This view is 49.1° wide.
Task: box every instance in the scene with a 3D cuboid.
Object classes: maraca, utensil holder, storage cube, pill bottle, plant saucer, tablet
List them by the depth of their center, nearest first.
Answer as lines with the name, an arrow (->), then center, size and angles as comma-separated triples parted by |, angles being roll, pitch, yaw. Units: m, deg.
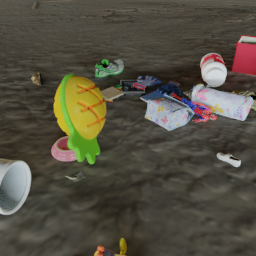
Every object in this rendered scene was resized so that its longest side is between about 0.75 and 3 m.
utensil holder -> -3.496, 1.376, 7.052 | 1.554, 1.321, 1.321 | 6, 34, 14
maraca -> -1.412, -0.313, 8.526 | 1.500, 1.922, 2.803 | -16, 72, 24
plant saucer -> -1.904, 0.606, 9.064 | 1.147, 0.291, 1.147 | 1, 34, 0
tablet -> 1.310, -1.350, 12.140 | 1.377, 0.094, 0.896 | -27, 42, -34
pill bottle -> 4.056, -2.738, 13.291 | 1.108, 1.108, 1.973 | 5, 34, 7
storage cube -> 6.334, -3.725, 14.374 | 1.726, 1.551, 1.475 | 15, 37, 23

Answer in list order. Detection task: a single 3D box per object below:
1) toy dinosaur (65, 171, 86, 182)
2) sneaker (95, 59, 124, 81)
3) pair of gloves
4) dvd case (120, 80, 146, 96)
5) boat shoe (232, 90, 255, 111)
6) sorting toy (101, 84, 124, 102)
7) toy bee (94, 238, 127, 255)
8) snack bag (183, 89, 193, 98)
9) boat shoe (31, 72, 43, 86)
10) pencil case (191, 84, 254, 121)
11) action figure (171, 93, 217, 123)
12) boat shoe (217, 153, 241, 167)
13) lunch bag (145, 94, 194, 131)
toy dinosaur -> -1.332, 1.279, 7.303 | 0.386, 0.876, 0.208 | -20, 73, 0
sneaker -> -0.875, -3.063, 14.011 | 0.783, 0.855, 2.007 | 20, 38, 27
pair of gloves -> 1.395, -1.913, 12.703 | 2.256, 0.257, 1.814 | 20, 31, 18
dvd case -> 0.194, -1.842, 12.802 | 1.085, 0.179, 1.444 | -2, 35, -3
boat shoe -> 5.119, -1.149, 11.317 | 0.783, 0.675, 2.147 | -16, 37, -22
sorting toy -> -0.772, -1.380, 11.999 | 1.663, 0.281, 0.802 | -27, 42, -30
toy bee -> -0.318, 2.704, 5.380 | 1.728, 0.939, 1.131 | -9, 37, -14
snack bag -> 3.025, -1.507, 12.370 | 0.956, 0.102, 0.901 | -14, 37, -20
boat shoe -> -4.311, -2.276, 13.254 | 0.459, 0.471, 1.244 | -15, 28, -11
pencil case -> 3.594, -1.025, 10.890 | 2.255, 0.937, 1.023 | 21, 54, 27
action figure -> 2.318, -0.749, 10.593 | 2.074, 0.677, 1.027 | 28, 17, 34
boat shoe -> 3.109, 0.909, 8.629 | 0.269, 0.265, 0.759 | -27, 42, -34
lunch bag -> 1.570, -0.644, 10.379 | 1.459, 0.928, 1.237 | -15, 36, -41
